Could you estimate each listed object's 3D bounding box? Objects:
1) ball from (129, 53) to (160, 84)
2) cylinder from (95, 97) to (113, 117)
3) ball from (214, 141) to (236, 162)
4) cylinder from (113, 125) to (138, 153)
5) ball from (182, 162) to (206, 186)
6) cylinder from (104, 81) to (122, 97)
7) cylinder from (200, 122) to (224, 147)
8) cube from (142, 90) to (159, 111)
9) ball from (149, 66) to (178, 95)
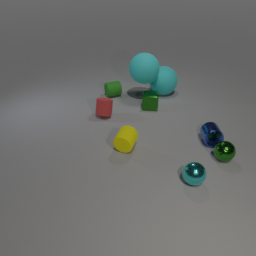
[{"bbox_3d":[0.753,-2.740,12.899,1.400,1.400,1.400,0,31,0],"label":"ball"},{"bbox_3d":[-1.018,-0.900,11.969,0.700,0.700,0.700,6,15,-2],"label":"cylinder"},{"bbox_3d":[3.220,0.771,9.323,0.700,0.700,0.700,0,31,0],"label":"ball"},{"bbox_3d":[-0.079,0.387,9.828,0.700,0.700,0.700,11,41,18],"label":"cylinder"},{"bbox_3d":[1.974,1.360,8.342,0.700,0.700,0.700,0,31,0],"label":"ball"},{"bbox_3d":[-0.739,-1.930,13.812,0.700,0.700,0.700,-13,33,-20],"label":"cylinder"},{"bbox_3d":[3.045,0.235,10.196,0.700,0.700,0.700,0,29,0],"label":"cylinder"},{"bbox_3d":[1.027,-1.239,12.713,0.700,0.700,0.700,3,31,6],"label":"cube"},{"bbox_3d":[1.749,-2.350,13.891,1.400,1.400,1.400,0,31,0],"label":"ball"}]
